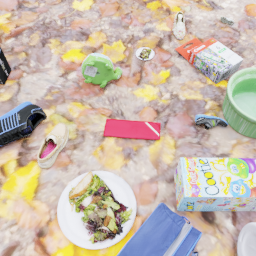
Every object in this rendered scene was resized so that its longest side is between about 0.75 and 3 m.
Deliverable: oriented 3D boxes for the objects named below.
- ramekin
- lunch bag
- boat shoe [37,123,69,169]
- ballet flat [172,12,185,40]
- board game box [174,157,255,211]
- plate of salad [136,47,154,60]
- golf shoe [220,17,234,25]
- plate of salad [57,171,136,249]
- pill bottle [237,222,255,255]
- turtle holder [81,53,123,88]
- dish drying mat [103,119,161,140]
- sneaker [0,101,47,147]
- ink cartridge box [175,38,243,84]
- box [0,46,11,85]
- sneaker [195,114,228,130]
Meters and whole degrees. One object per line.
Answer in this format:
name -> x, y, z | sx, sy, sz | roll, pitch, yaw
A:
ramekin -> 5.309, -0.957, 11.418 | 2.877, 1.405, 2.877 | 0, 56, 0
lunch bag -> 0.987, 3.633, 8.151 | 1.735, 1.782, 2.623 | 36, 62, 21
boat shoe -> -2.880, 0.566, 10.833 | 0.749, 0.703, 2.032 | 12, 57, 8
ballet flat -> 2.731, -5.527, 14.946 | 0.714, 0.603, 1.888 | 2, 57, -1
board game box -> 3.081, 1.924, 9.484 | 2.740, 1.437, 1.411 | 0, 56, -1
plate of salad -> 0.857, -3.747, 13.990 | 0.937, 0.225, 0.937 | 0, 57, -1
golf shoe -> 5.485, -5.938, 15.460 | 0.780, 0.305, 0.379 | 31, 45, 13
plate of salad -> -1.060, 2.638, 9.496 | 2.708, 0.650, 2.708 | 0, 56, -1
pill bottle -> 4.615, 3.702, 8.181 | 2.361, 1.412, 1.412 | 14, 56, -8
turtle holder -> -1.185, -2.746, 12.660 | 1.791, 1.361, 1.272 | -8, 43, 2
dish drying mat -> 0.183, 0.038, 11.481 | 2.300, 0.209, 0.883 | 5, 58, 3
sneaker -> -4.511, 0.049, 10.998 | 1.114, 1.003, 2.860 | 28, 59, 26
ink cartridge box -> 3.834, -3.560, 13.542 | 1.588, 0.734, 2.915 | -33, 63, -20
box -> -6.781, -3.007, 12.470 | 2.354, 1.928, 1.014 | 4, 57, 3
sneaker -> 3.417, -0.209, 11.541 | 1.390, 0.493, 0.576 | 8, 94, -7
